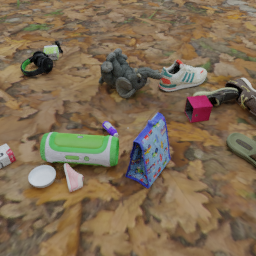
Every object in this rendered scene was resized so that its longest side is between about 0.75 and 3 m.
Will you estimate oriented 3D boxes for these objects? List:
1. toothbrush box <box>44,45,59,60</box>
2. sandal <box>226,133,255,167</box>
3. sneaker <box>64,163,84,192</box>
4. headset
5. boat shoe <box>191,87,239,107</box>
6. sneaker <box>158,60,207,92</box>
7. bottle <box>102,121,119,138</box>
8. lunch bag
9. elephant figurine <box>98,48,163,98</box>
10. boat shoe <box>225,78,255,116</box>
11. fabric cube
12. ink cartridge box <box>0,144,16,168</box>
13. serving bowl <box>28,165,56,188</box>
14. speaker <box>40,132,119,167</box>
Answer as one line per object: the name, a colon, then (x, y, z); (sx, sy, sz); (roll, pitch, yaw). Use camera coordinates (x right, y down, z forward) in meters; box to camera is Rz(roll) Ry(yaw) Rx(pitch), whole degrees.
toothbrush box: (-4.350, -4.256, 15.877); (0.760, 0.449, 1.044); (-6, 42, -6)
sandal: (4.749, 0.885, 9.664); (2.853, 0.814, 1.133); (31, 50, 31)
sneaker: (-1.755, 1.568, 9.192); (0.555, 0.400, 1.062); (-16, 50, -11)
headset: (-4.502, -3.612, 14.622); (2.398, 1.127, 1.481); (-32, 50, -17)
boat shoe: (3.838, -1.251, 12.256); (2.085, 0.745, 0.685); (-6, 49, 0)
sneaker: (2.724, -2.656, 13.399); (2.723, 1.273, 0.959); (-17, 43, -18)
bottle: (-0.669, 0.072, 10.957); (0.280, 0.358, 0.858); (-52, 49, 8)
lunch bag: (0.713, 0.619, 9.016); (0.970, 2.061, 1.552); (23, 46, 25)
elephant figurine: (0.038, -2.260, 12.813); (2.521, 1.956, 1.784); (37, 86, 4)
boat shoe: (5.118, -1.273, 12.038); (0.850, 1.026, 2.856); (-7, 38, -5)
fabric cube: (2.902, -0.795, 11.618); (0.816, 0.803, 0.819); (-7, 43, -9)
ink cartridge box: (-4.523, 1.051, 9.802); (0.922, 0.384, 0.669); (-30, 49, -30)
serving bowl: (-2.796, 1.640, 9.201); (0.871, 0.286, 0.871); (0, 40, 0)
speaker: (-1.621, 0.726, 9.653); (2.556, 1.130, 1.130); (3, 41, 4)
